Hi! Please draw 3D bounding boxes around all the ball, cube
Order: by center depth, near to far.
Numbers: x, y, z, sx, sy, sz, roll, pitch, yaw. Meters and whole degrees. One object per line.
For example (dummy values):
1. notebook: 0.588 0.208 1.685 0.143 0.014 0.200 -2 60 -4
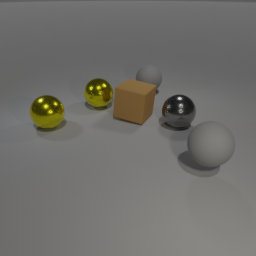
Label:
1. ball: 2.514 0.483 8.511 1.400 1.400 1.400 0 28 0
2. ball: -3.312 -0.657 11.514 1.400 1.400 1.400 0 28 0
3. ball: 2.103 -0.690 11.601 1.400 1.400 1.400 0 28 0
4. cube: 0.301 -1.197 12.359 1.400 1.400 1.400 17 30 19
5. ball: -1.398 -1.669 13.354 1.400 1.400 1.400 0 28 0
6. ball: 1.117 -2.652 14.969 1.400 1.400 1.400 0 28 0
